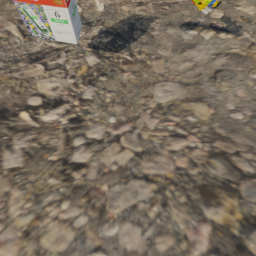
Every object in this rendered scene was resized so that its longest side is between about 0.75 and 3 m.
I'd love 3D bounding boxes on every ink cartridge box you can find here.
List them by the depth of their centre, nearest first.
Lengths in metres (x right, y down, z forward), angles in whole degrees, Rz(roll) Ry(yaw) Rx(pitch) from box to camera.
[{"bbox_3d":[-2.179,-3.383,7.284,1.492,2.739,0.690,10,71,4],"label":"ink cartridge box"}]

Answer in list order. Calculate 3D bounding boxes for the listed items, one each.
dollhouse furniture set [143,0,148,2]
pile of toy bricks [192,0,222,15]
[{"bbox_3d":[0.497,-3.775,7.090,0.557,0.794,0.560,-31,66,-23],"label":"dollhouse furniture set"},{"bbox_3d":[2.384,-4.008,7.597,1.020,2.067,1.147,42,93,-9],"label":"pile of toy bricks"}]
